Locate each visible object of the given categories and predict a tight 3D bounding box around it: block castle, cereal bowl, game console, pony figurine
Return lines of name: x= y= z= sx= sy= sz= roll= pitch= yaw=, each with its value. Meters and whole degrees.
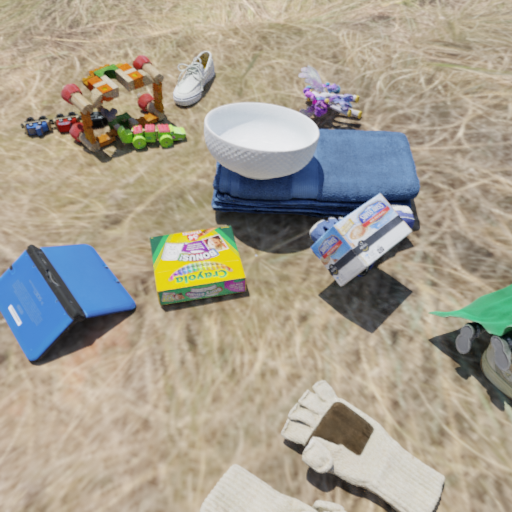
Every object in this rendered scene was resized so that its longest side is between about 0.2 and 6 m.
block castle: x=-3.078 y=-3.360 z=12.156 sx=2.142 sy=1.431 sz=1.005 roll=-33 pitch=62 yaw=-26
cereal bowl: x=0.065 y=-1.950 z=9.913 sx=2.012 sy=0.838 sz=2.012 roll=5 pitch=38 yaw=-4
game console: x=-3.217 y=0.710 z=9.310 sx=1.568 sy=1.087 sz=1.837 roll=-47 pitch=57 yaw=2
pony figurine: x=1.531 y=-3.510 z=12.622 sx=1.506 sy=1.254 sz=1.454 roll=22 pitch=19 yaw=23

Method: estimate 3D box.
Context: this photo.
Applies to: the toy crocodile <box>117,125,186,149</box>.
toy crocodile: x=-2.248 y=-2.645 z=12.114 sx=1.448 sy=0.447 sz=0.489 roll=-5 pitch=48 yaw=-12

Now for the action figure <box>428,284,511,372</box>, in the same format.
action figure: x=4.452 y=0.849 z=8.544 sx=3.175 sy=0.868 sz=1.876 roll=-15 pitch=22 yaw=-28

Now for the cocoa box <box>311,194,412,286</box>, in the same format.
cocoa box: x=1.645 y=-0.262 z=8.821 sx=1.232 sy=0.822 sz=0.809 roll=-33 pitch=82 yaw=-32

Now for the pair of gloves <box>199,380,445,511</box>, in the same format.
pair of gloves: x=0.884 y=2.917 z=6.909 sx=2.214 sy=0.456 sz=2.604 roll=35 pitch=49 yaw=26

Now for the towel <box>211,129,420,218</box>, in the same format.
towel: x=1.098 y=-1.636 z=10.920 sx=3.814 sy=0.926 sz=2.129 roll=2 pitch=49 yaw=3

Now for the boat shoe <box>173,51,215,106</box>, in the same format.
boat shoe: x=-1.483 y=-4.392 z=13.486 sx=0.688 sy=0.794 sz=1.864 roll=16 pitch=50 yaw=14

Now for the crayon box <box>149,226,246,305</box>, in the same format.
crayon box: x=-1.020 y=0.139 z=9.618 sx=1.470 sy=0.428 sz=1.268 roll=-9 pitch=47 yaw=-10

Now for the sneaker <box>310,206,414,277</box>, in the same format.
sneaker: x=1.946 y=-0.177 z=9.825 sx=1.819 sy=0.735 sz=1.051 roll=-12 pitch=57 yaw=-9

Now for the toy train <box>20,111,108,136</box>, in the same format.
toy train: x=-4.270 y=-2.972 z=12.553 sx=1.917 sy=0.327 sz=0.439 roll=-10 pitch=61 yaw=-10

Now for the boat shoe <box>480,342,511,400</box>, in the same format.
boat shoe: x=4.320 y=1.980 z=7.722 sx=0.909 sy=0.818 sz=2.520 roll=-31 pitch=55 yaw=-25
